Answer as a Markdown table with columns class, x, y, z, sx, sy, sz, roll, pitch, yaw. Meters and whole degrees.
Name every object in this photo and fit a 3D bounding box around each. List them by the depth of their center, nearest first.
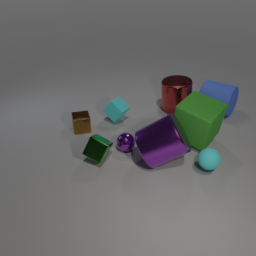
| class | x | y | z | sx | sy | sz | roll | pitch | yaw |
| --- | --- | --- | --- | --- | --- | --- | --- | --- | --- |
| ball | 2.611 | 0.999 | 9.012 | 0.700 | 0.700 | 0.700 | 0 | 31 | 0 |
| cylinder | 1.157 | 0.428 | 9.287 | 1.400 | 1.400 | 1.400 | -28 | 25 | 18 |
| cube | -1.030 | 0.695 | 9.632 | 0.700 | 0.700 | 0.700 | 28 | 10 | 7 |
| ball | -0.082 | 0.523 | 10.323 | 0.700 | 0.700 | 0.700 | 0 | 31 | 0 |
| cube | 2.609 | -0.292 | 10.397 | 1.400 | 1.400 | 1.400 | 30 | 48 | 27 |
| cube | -1.933 | -0.235 | 11.587 | 0.700 | 0.700 | 0.700 | -8 | 32 | -13 |
| cube | -0.486 | -0.803 | 12.053 | 0.700 | 0.700 | 0.700 | 46 | 37 | 5 |
| cylinder | 4.114 | -1.365 | 12.787 | 1.400 | 1.400 | 1.400 | 20 | 36 | 31 |
| cylinder | 2.260 | -1.547 | 12.995 | 1.400 | 1.400 | 1.400 | -4 | 33 | 3 |
